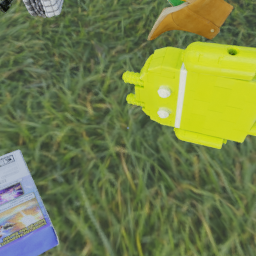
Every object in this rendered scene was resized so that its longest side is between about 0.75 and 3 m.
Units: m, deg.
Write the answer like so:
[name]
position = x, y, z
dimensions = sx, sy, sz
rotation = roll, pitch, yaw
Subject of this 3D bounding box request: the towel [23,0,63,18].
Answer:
[towel]
position = -1.795, -3.605, 5.532
dimensions = 0.972, 1.881, 2.271
rotation = 3, 63, 6

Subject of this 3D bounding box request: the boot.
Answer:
[boot]
position = 1.368, -2.356, 6.421
dimensions = 1.282, 1.791, 0.630
rotation = 30, 53, -13

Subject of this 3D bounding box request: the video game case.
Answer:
[video game case]
position = -2.255, 1.314, 3.890
dimensions = 2.058, 0.468, 1.865
rotation = -22, 37, -22

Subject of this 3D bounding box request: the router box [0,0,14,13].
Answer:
[router box]
position = -3.394, -3.323, 5.628
dimensions = 2.161, 1.619, 0.671
rotation = 31, 95, -24

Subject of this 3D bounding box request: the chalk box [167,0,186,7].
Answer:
[chalk box]
position = 0.880, -4.273, 6.655
dimensions = 2.464, 1.527, 1.538
rotation = 38, 25, -22

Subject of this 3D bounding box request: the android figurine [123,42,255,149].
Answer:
[android figurine]
position = 1.288, -0.471, 4.767
dimensions = 2.809, 2.557, 0.577
rotation = 13, 63, 11
